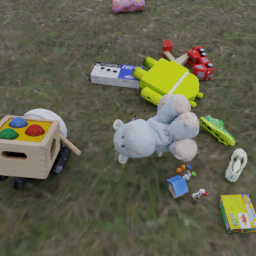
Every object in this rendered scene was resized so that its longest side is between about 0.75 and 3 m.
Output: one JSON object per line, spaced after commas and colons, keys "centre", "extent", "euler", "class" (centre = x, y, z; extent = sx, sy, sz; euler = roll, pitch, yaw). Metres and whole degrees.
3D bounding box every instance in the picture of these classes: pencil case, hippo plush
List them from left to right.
{"centre": [-0.013, -6.616, 14.993], "extent": [1.790, 0.783, 0.783], "euler": [-9, 49, -5], "class": "pencil case"}
{"centre": [0.546, 0.001, 7.418], "extent": [1.851, 2.302, 1.834], "euler": [-2, 90, -22], "class": "hippo plush"}

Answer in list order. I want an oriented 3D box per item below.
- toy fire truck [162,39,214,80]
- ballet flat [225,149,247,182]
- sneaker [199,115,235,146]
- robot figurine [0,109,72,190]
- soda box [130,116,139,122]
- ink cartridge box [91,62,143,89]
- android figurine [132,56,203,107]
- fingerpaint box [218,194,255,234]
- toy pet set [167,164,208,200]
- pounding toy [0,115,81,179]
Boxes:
{"centre": [2.436, -2.867, 11.759], "extent": [1.674, 0.579, 2.374], "euler": [-6, 49, -5], "class": "toy fire truck"}
{"centre": [3.300, 1.039, 8.369], "extent": [0.479, 0.479, 1.334], "euler": [22, 51, 18], "class": "ballet flat"}
{"centre": [2.996, 0.019, 9.212], "extent": [0.597, 0.529, 1.429], "euler": [-29, 54, -19], "class": "sneaker"}
{"centre": [-2.782, 0.553, 8.106], "extent": [1.500, 1.806, 2.404], "euler": [-4, 45, 32], "class": "robot figurine"}
{"centre": [0.406, -0.001, 9.026], "extent": [0.285, 0.806, 0.255], "euler": [-38, 17, 15], "class": "soda box"}
{"centre": [-0.419, -2.129, 11.195], "extent": [1.952, 0.432, 0.918], "euler": [8, 50, 7], "class": "ink cartridge box"}
{"centre": [1.542, -1.708, 10.567], "extent": [2.668, 0.548, 2.428], "euler": [32, 54, 11], "class": "android figurine"}
{"centre": [2.890, 2.243, 7.346], "extent": [0.774, 0.340, 0.928], "euler": [-4, 49, -2], "class": "fingerpaint box"}
{"centre": [1.624, 1.462, 7.883], "extent": [1.031, 0.587, 1.105], "euler": [-18, 50, -15], "class": "toy pet set"}
{"centre": [-2.031, 0.189, 6.641], "extent": [1.830, 0.953, 2.083], "euler": [5, 26, -2], "class": "pounding toy"}
